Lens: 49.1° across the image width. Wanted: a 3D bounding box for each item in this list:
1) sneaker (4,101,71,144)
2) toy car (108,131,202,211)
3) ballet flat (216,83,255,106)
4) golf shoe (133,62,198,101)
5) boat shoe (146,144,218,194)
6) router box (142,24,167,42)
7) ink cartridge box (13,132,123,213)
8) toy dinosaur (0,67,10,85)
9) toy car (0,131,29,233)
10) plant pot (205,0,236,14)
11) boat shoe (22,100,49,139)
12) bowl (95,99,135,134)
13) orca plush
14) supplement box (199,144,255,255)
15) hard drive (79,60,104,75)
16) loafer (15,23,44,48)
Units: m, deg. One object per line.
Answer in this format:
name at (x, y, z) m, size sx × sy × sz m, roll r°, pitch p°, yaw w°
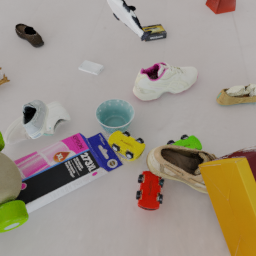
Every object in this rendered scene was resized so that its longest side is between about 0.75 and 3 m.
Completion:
sneaker at (-2.623, -0.016, 8.298) m, size 2.006 × 0.755 × 0.887 m, roll -36°, pitch 73°, yaw -26°
toy car at (0.911, 0.869, 7.609) m, size 2.374 × 0.563 × 2.523 m, roll -18°, pitch 53°, yaw -15°
ballet flat at (3.888, -1.154, 9.244) m, size 1.935 × 0.610 × 0.664 m, roll -13°, pitch 52°, yaw -11°
golf shoe at (1.358, -1.721, 9.393) m, size 2.485 × 1.137 × 0.936 m, roll -21°, pitch 53°, yaw -18°
boat shoe at (1.803, 1.025, 6.909) m, size 2.644 × 0.853 × 0.942 m, roll 13°, pitch 66°, yaw -12°
router box at (1.059, -4.045, 11.864) m, size 0.976 × 0.255 × 0.768 m, roll -13°, pitch 52°, yaw -10°
ink cartridge box at (-1.724, 1.032, 7.532) m, size 2.938 × 0.545 × 1.391 m, roll -23°, pitch 54°, yaw -21°
toy dinosaur at (-4.880, -1.519, 9.616) m, size 1.362 × 0.774 × 2.564 m, roll -28°, pitch 44°, yaw 2°
toy car at (-4.035, 1.599, 6.135) m, size 2.830 × 2.233 × 2.325 m, roll -34°, pitch 69°, yaw 16°
plant pot at (4.426, -6.097, 13.127) m, size 1.067 × 0.941 × 1.068 m, roll -15°, pitch 52°, yaw -12°
boat shoe at (-1.334, -0.215, 3.972) m, size 0.308 × 0.314 × 0.882 m, roll -27°, pitch 37°, yaw 3°
bowl at (-0.383, -0.271, 8.507) m, size 1.178 × 0.616 × 1.178 m, roll 0°, pitch 51°, yaw 0°
orca plush at (0.121, -3.376, 8.219) m, size 1.604 × 0.844 × 0.570 m, roll 40°, pitch 75°, yaw -1°
supplement box at (3.188, 1.445, 5.870) m, size 2.335 × 1.551 × 2.303 m, roll -17°, pitch 84°, yaw -14°
hard drive at (-1.374, -2.270, 10.496) m, size 0.798 × 0.106 × 0.526 m, roll 20°, pitch 53°, yaw 16°
loafer at (-4.089, -3.981, 11.572) m, size 1.753 × 0.625 × 0.640 m, roll 36°, pitch 59°, yaw 26°
